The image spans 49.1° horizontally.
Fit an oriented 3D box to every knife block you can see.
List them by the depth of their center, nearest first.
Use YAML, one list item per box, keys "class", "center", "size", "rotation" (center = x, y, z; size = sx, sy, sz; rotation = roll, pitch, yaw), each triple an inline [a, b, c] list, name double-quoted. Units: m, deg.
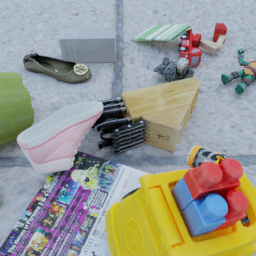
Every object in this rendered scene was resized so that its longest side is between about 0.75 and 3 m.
- class: "knife block"
  center: [0.340, -0.513, 7.578]
  size: [2.575, 0.938, 2.933]
  rotation: [20, 50, 17]

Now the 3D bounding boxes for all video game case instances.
- class: "video game case"
  center: [-0.820, 1.798, 5.775]
  size: [2.403, 0.475, 2.652]
  rotation: [16, 49, 13]

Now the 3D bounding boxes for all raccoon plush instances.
- class: "raccoon plush"
  center: [1.363, -1.927, 8.455]
  size: [0.863, 1.783, 1.195]
  rotation: [-38, 71, -15]

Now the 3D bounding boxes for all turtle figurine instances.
- class: "turtle figurine"
  center: [3.906, -1.868, 8.874]
  size: [1.811, 0.912, 1.356]
  rotation: [-39, 43, -12]

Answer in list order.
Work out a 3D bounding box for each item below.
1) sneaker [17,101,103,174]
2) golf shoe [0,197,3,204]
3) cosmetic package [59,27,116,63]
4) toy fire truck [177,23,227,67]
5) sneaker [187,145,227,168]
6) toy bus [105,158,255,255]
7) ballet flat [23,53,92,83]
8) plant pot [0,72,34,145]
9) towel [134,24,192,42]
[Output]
- class: "sneaker"
  center: [-1.344, 0.219, 6.300]
  size: [0.801, 1.113, 2.129]
  rotation: [14, 37, 41]
- class: "golf shoe"
  center: [-3.476, 1.374, 6.158]
  size: [1.442, 0.565, 0.701]
  rotation: [31, 60, 27]
- class: "cosmetic package"
  center: [-1.349, -2.863, 9.709]
  size: [1.893, 1.011, 0.854]
  rotation: [-2, 48, -4]
- class: "toy fire truck"
  center: [2.714, -3.022, 10.125]
  size: [1.700, 0.588, 2.411]
  rotation: [7, 47, 7]
- class: "sneaker"
  center: [1.891, 0.828, 5.920]
  size: [0.623, 1.613, 0.631]
  rotation: [19, 91, 46]
- class: "toy bus"
  center: [1.240, 1.392, 4.513]
  size: [2.635, 2.530, 1.788]
  rotation: [-2, 50, -27]
- class: "ballet flat"
  center: [-2.376, -2.054, 9.249]
  size: [2.478, 0.574, 0.835]
  rotation: [16, 49, 14]
- class: "plant pot"
  center: [-3.695, -0.353, 6.718]
  size: [2.460, 2.590, 2.590]
  rotation: [-16, 48, -32]
- class: "towel"
  center: [1.256, -3.545, 10.488]
  size: [1.847, 0.216, 1.409]
  rotation: [17, 46, 41]
